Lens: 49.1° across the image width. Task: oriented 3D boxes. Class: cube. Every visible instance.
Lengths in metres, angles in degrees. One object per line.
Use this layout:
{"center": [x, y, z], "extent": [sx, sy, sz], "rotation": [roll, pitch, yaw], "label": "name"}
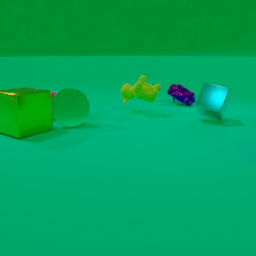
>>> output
{"center": [-3.086, -0.503, 8.241], "extent": [1.211, 1.211, 1.211], "rotation": [11, 18, 34], "label": "cube"}
{"center": [2.861, -0.874, 9.422], "extent": [0.862, 0.862, 0.862], "rotation": [20, -10, 25], "label": "cube"}

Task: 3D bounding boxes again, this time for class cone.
{"center": [-1.973, -0.677, 9.233], "extent": [1.216, 1.216, 1.220], "rotation": [-6, 6, -19], "label": "cone"}

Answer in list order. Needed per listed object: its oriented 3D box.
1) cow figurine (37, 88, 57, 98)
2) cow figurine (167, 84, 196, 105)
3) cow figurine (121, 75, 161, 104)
{"center": [-2.831, -0.973, 10.353], "extent": [1.736, 0.953, 1.708], "rotation": [-15, 24, -11], "label": "cow figurine"}
{"center": [2.405, -1.483, 12.509], "extent": [1.465, 0.804, 1.441], "rotation": [34, 8, 21], "label": "cow figurine"}
{"center": [0.435, -1.311, 10.568], "extent": [1.385, 1.363, 0.760], "rotation": [28, 51, 0], "label": "cow figurine"}
